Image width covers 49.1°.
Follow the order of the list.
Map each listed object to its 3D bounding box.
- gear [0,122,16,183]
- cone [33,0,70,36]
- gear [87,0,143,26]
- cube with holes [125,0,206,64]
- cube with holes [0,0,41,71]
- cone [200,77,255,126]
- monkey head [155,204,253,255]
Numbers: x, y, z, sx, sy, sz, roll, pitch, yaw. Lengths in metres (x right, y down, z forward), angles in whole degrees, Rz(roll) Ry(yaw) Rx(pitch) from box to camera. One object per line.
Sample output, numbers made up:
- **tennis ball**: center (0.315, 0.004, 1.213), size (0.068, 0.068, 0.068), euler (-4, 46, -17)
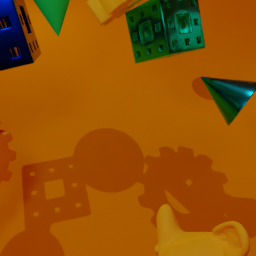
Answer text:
- **gear**: center (-2.416, 0.529, 4.273), size (0.273, 1.474, 1.474), euler (10, 50, 28)
- **cone**: center (-1.349, -2.445, 4.863), size (1.628, 1.635, 1.628), euler (-5, 17, 2)
- **gear**: center (0.304, -2.338, 4.255), size (2.026, 2.026, 0.375), euler (-45, 106, -30)
- **cube with holes**: center (0.627, -1.658, 4.750), size (0.872, 0.872, 0.872), euler (-19, 13, -34)
- **cube with holes**: center (-2.323, -1.638, 4.600), size (1.288, 1.288, 1.288), euler (-15, 23, -6)
- **cone**: center (1.578, -0.627, 4.695), size (0.870, 0.867, 0.867), euler (37, 60, 16)
- **monkey head**: center (0.732, 1.254, 2.723), size (0.925, 1.534, 1.104), euler (-10, 43, 7)
